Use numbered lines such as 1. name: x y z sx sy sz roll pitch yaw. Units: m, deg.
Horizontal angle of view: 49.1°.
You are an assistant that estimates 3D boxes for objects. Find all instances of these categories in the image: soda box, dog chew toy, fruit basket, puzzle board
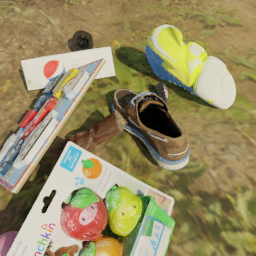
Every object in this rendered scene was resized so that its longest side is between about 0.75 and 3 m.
1. soda box: -1.695 -1.740 8.130 2.507 0.854 0.798 -12 16 -8
2. dog chew toy: -2.109 2.412 4.855 2.091 1.302 1.302 -16 53 -23
3. fruit basket: -0.433 1.731 4.782 2.439 1.143 2.259 35 63 -20
4. puzzle board: -1.805 -0.185 5.834 2.224 0.257 2.951 -1 54 55

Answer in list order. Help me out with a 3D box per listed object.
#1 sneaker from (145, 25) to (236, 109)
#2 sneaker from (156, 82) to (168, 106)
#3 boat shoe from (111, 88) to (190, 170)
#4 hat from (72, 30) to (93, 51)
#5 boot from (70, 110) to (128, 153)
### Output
1. sneaker: 1.676 -1.638 7.978 2.975 1.562 1.127 42 79 -12
2. sneaker: 1.019 -0.822 7.891 0.322 0.377 0.918 -13 64 30
3. boat shoe: 0.516 -0.321 6.909 1.057 1.059 2.927 -26 49 -23
4. hat: -1.534 -2.821 9.323 0.793 0.320 0.793 0 91 -24
5. boot: -0.635 0.351 6.350 1.456 0.468 1.357 -27 51 14
